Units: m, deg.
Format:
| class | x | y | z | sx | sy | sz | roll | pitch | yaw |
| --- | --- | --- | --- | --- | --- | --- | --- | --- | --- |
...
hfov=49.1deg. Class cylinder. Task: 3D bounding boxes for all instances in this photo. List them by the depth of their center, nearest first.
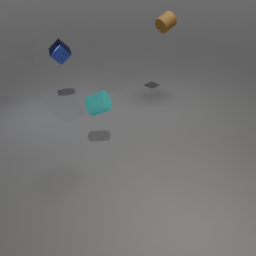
| class | x | y | z | sx | sy | sz | roll | pitch | yaw |
| --- | --- | --- | --- | --- | --- | --- | --- | --- | --- |
| cylinder | -0.985 | -0.825 | 9.378 | 0.700 | 0.700 | 0.700 | -18 | 27 | 16 |
| cylinder | 1.670 | -4.662 | 12.346 | 0.700 | 0.700 | 0.700 | -41 | 45 | -17 |

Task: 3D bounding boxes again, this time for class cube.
| class | x | y | z | sx | sy | sz | roll | pitch | yaw |
| --- | --- | --- | --- | --- | --- | --- | --- | --- | --- |
| cube | -3.059 | -3.433 | 12.606 | 0.700 | 0.700 | 0.700 | -40 | 43 | 17 |
